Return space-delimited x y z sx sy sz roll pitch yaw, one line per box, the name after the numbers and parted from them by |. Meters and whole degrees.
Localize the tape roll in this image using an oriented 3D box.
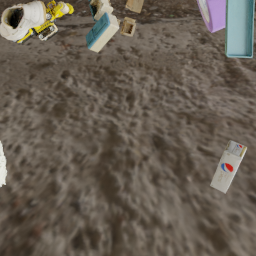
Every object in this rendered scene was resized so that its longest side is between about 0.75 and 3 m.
2.417 -3.839 8.081 0.652 1.987 1.987 -20 41 13 | tape roll

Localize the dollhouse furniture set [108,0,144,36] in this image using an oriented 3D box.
-0.828 -4.477 9.216 2.564 2.186 1.252 11 27 -14 | dollhouse furniture set

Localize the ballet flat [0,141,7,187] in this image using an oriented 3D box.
-2.576 -0.141 4.051 1.016 1.016 2.832 -26 63 -26 | ballet flat

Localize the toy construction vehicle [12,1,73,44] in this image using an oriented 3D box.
-2.133 -2.690 6.983 1.506 0.530 1.311 -32 6 11 | toy construction vehicle

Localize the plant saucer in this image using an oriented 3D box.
2.172 -2.287 5.491 0.627 1.793 0.170 -3 7 -18 | plant saucer

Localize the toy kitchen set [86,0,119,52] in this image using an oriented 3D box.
-0.782 -1.997 4.693 0.877 0.645 1.095 9 56 -40 | toy kitchen set

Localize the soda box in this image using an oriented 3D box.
1.422 0.562 3.990 0.249 0.782 0.266 25 45 23 | soda box

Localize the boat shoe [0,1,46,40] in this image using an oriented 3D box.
-2.345 -2.231 5.778 1.621 0.574 0.562 -7 8 43 | boat shoe

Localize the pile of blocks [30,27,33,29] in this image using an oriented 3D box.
-3.072 -3.108 8.891 1.313 0.408 0.539 2 63 -30 | pile of blocks
